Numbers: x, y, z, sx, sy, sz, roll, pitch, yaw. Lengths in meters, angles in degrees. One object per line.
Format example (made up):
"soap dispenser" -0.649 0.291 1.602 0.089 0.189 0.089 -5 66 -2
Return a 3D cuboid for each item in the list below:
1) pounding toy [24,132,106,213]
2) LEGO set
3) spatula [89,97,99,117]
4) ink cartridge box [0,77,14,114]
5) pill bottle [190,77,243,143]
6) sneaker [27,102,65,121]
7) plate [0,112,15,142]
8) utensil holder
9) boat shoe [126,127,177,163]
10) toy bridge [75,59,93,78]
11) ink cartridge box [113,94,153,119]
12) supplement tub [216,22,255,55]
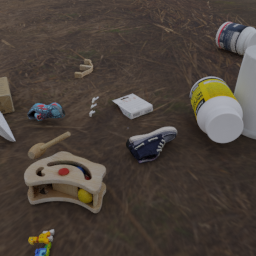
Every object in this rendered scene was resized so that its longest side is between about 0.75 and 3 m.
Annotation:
"pounding toy" -1.713 1.041 6.883 2.499 1.434 1.429 16 33 23
"LEGO set" -1.840 2.456 5.762 0.414 0.384 1.008 0 33 -1
"spatula" -1.205 -0.759 9.884 0.081 0.699 1.006 16 -6 -18
"ink cartridge box" -5.551 -1.109 10.581 2.150 0.808 1.772 -14 36 -19
"pill bottle" 2.833 -0.614 9.033 1.369 1.369 2.436 2 31 2
"sneaker" -2.834 -0.453 9.637 1.506 0.597 0.720 1 34 31
"plate" -4.359 -0.479 8.794 0.285 1.760 1.764 -36 51 -11
"utensil holder" 4.627 -1.206 9.208 2.157 2.539 2.157 1 34 -1
"boat shoe" 0.864 0.544 8.464 1.733 0.647 0.803 -16 51 -18
"toy bridge" -2.045 -2.937 13.752 0.637 0.258 1.895 7 35 5
"ink cartridge box" 0.158 -0.844 10.694 1.028 0.320 1.277 -22 36 -29
"supplement tub" 6.147 -4.953 15.584 1.497 1.497 2.133 -21 39 -28
